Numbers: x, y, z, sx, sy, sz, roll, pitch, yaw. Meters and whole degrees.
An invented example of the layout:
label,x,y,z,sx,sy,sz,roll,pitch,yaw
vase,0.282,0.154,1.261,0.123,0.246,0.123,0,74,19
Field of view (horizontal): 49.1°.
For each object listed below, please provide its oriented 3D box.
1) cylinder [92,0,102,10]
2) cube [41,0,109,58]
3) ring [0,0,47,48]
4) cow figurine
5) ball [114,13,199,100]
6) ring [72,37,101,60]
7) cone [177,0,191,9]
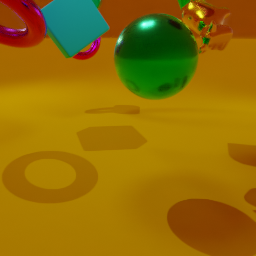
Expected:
label,x,y,z,sx,sy,sz,roll,pitch,yaw
cylinder,-1.433,-4.701,10.247,0.919,0.919,0.919,0,24,1
cube,-1.522,-2.837,7.656,1.323,1.323,1.323,-39,20,-6
ring,-2.714,-2.373,5.774,2.094,0.419,2.094,12,-17,4
cow figurine,1.266,-1.719,4.656,1.077,0.591,1.060,38,51,19
ball,0.420,-1.060,4.248,1.269,1.269,1.269,0,20,0
ring,-1.703,-3.212,10.109,1.492,1.492,0.298,-8,13,-22
cone,1.415,-3.529,6.898,1.342,1.347,1.342,-1,33,0
